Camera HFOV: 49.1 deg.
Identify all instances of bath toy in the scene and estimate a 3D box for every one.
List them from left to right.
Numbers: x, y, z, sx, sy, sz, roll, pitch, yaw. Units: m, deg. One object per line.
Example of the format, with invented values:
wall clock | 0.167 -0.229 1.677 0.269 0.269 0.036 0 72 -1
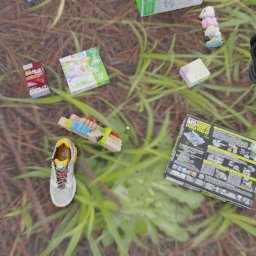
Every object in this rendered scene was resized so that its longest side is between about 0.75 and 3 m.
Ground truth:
bath toy | 3.141 -3.934 10.805 0.633 0.745 1.713 -14 68 19

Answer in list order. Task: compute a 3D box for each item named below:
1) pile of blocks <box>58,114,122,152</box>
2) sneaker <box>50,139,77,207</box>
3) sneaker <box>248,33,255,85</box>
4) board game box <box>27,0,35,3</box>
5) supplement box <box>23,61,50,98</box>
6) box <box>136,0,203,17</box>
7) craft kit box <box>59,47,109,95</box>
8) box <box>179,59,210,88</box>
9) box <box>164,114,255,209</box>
pile of blocks | -1.194 -0.010 9.431 2.379 0.977 0.739 24 75 7
sneaker | -2.166 1.402 9.037 0.866 0.914 2.224 -2 74 0
sneaker | 3.468 -1.823 6.886 1.266 2.895 1.068 -14 77 -4
board game box | -3.732 -5.870 11.568 1.410 0.243 0.955 -33 76 -9
supplement box | -3.359 -1.771 10.272 0.665 0.372 1.223 -19 73 -6
box | 1.427 -6.308 11.070 2.615 1.433 2.964 -14 74 -4
craft kit box | -1.625 -2.120 10.411 1.470 0.357 1.452 -21 77 -6
box | 2.453 -2.023 10.334 0.823 0.398 0.724 -27 75 -9
box | 2.893 1.091 9.279 2.842 0.629 2.276 20 74 6
